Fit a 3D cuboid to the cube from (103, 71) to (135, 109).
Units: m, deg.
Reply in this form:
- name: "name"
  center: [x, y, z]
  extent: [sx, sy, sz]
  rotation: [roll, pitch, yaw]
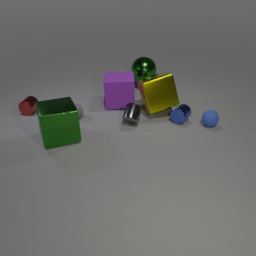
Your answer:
- name: "cube"
  center: [-0.401, -1.829, 13.504]
  extent: [1.400, 1.400, 1.400]
  rotation: [-2, 29, 0]

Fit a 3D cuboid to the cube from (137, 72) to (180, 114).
- name: "cube"
  center: [1.330, -1.615, 12.621]
  extent: [1.400, 1.400, 1.400]
  rotation: [-18, 17, -4]

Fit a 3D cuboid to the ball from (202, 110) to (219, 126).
- name: "ball"
  center: [3.479, -0.414, 11.813]
  extent: [0.700, 0.700, 0.700]
  rotation: [0, 30, 0]

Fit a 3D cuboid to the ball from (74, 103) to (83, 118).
- name: "ball"
  center: [-2.329, -0.745, 12.402]
  extent: [0.700, 0.700, 0.700]
  rotation: [0, 30, 0]

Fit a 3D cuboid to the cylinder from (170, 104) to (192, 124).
- name: "cylinder"
  center: [2.298, -0.614, 12.168]
  extent: [0.700, 0.700, 0.700]
  rotation: [20, 33, 31]

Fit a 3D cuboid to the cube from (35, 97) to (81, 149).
- name: "cube"
  center: [-2.691, -0.231, 10.801]
  extent: [1.400, 1.400, 1.400]
  rotation: [-12, 32, -19]

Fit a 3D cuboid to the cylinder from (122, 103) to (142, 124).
- name: "cylinder"
  center: [0.166, -0.606, 11.897]
  extent: [0.700, 0.700, 0.700]
  rotation: [11, 70, 18]

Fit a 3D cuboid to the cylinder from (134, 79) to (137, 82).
- name: "cylinder"
  center: [0.578, -3.115, 16.466]
  extent: [0.700, 0.700, 0.700]
  rotation: [4, 25, -2]

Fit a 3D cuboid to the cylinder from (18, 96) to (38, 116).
- name: "cylinder"
  center: [-4.563, -1.032, 12.903]
  extent: [0.700, 0.700, 0.700]
  rotation: [4, 31, 8]

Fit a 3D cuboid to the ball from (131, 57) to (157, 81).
- name: "ball"
  center: [0.868, -3.182, 15.328]
  extent: [1.400, 1.400, 1.400]
  rotation: [0, 30, 0]
